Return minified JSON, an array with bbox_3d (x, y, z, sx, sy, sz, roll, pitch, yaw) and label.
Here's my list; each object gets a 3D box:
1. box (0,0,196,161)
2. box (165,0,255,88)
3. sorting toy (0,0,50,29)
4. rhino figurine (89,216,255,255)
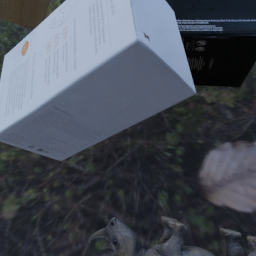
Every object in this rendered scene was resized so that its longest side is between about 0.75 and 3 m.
[{"bbox_3d":[-0.607,-0.816,4.086,2.626,1.280,1.633,-26,55,30],"label":"box"},{"bbox_3d":[1.649,-2.616,5.772,1.833,2.190,2.949,4,76,9],"label":"box"},{"bbox_3d":[-3.008,-3.790,6.129,2.790,2.807,0.977,12,66,-24],"label":"sorting toy"},{"bbox_3d":[0.554,1.725,3.684,2.289,0.684,1.001,8,78,11],"label":"rhino figurine"}]
